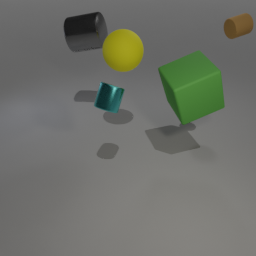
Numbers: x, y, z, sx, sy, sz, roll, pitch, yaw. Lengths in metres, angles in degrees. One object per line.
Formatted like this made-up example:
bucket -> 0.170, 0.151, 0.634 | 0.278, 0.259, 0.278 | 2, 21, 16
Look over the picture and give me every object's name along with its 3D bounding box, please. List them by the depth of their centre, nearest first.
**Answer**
cylinder -> -0.515, -0.838, 7.705 | 0.700, 0.700, 0.700 | 17, 8, -2
cube -> 1.918, -1.231, 8.511 | 1.400, 1.400, 1.400 | -23, 42, 2
ball -> -0.170, -2.622, 9.523 | 1.400, 1.400, 1.400 | 0, 29, 0
cylinder -> 3.792, -3.501, 9.630 | 0.700, 0.700, 0.700 | -21, 34, -12
cylinder -> -1.685, -3.885, 11.415 | 1.400, 1.400, 1.400 | -4, 28, 14
